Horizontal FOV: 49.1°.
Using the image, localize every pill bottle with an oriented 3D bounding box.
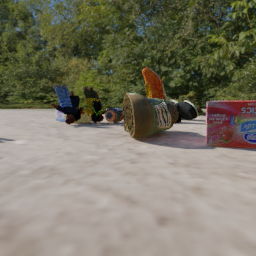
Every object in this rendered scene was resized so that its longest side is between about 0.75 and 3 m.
[{"bbox_3d":[-0.464,-0.417,9.268,0.496,0.496,0.935,1,5,15],"label":"pill bottle"}]

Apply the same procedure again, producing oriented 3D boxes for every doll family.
[{"bbox_3d":[-1.476,-0.670,8.898,2.246,1.298,0.881,-4,-18,-37],"label":"doll family"}]

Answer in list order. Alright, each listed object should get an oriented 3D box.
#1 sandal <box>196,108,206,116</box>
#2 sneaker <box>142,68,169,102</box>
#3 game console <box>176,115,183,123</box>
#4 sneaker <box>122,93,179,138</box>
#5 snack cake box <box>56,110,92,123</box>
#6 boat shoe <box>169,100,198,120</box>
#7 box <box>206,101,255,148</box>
[{"bbox_3d":[4.020,-0.933,15.834,1.614,0.460,0.641,-1,5,-13],"label":"sandal"},{"bbox_3d":[0.909,-1.275,9.771,0.665,1.724,0.629,-34,18,-27],"label":"sneaker"},{"bbox_3d":[0.877,-0.393,10.151,1.498,0.306,2.539,-1,4,-9],"label":"game console"},{"bbox_3d":[0.488,-0.295,5.532,1.090,0.814,2.428,-5,2,-5],"label":"sneaker"},{"bbox_3d":[-1.915,-0.437,9.798,0.755,0.441,1.313,-5,7,-38],"label":"snack cake box"},{"bbox_3d":[2.036,-0.671,11.317,0.693,0.810,2.213,-27,18,-15],"label":"boat shoe"},{"bbox_3d":[1.835,-0.070,4.006,1.348,0.638,0.692,2,5,21],"label":"box"}]
